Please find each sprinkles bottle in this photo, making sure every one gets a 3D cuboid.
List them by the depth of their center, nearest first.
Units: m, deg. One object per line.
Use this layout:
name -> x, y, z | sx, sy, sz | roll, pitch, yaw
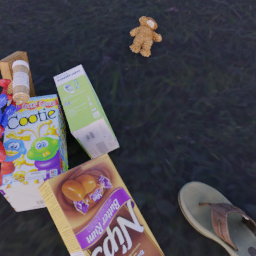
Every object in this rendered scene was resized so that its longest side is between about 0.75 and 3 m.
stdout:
sprinkles bottle -> -2.804, -1.224, 7.335 | 0.413, 0.413, 1.209 | -10, 57, -8

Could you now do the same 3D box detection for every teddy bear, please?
teddy bear -> 0.677, -3.591, 10.900 | 1.208, 0.556, 1.666 | 34, 79, 5

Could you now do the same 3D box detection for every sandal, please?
sandal -> 2.441, 2.264, 6.385 | 1.171, 0.842, 2.950 | -31, 58, -28

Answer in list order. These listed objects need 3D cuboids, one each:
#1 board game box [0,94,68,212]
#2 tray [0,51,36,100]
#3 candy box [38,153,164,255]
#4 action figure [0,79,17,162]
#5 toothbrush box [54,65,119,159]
board game box -> -2.389, 0.586, 7.428 | 1.398, 1.373, 2.666 | -9, 53, -7
tray -> -3.262, -1.284, 8.475 | 0.338, 1.824, 0.899 | 10, 36, 14
candy box -> -0.516, 2.017, 5.812 | 1.550, 0.750, 2.657 | -23, 79, -40
action figure -> -3.419, 0.033, 6.667 | 1.266, 0.834, 2.557 | -14, 51, 5
toothbrush box -> -1.183, -0.449, 8.010 | 0.931, 1.575, 2.163 | -24, 55, -1
